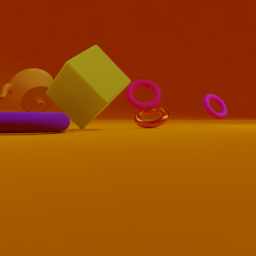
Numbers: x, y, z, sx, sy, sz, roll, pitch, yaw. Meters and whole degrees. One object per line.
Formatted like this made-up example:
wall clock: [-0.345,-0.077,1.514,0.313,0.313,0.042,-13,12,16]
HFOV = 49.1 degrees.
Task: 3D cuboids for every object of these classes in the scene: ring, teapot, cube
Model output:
ring: [3.285,-0.809,10.578,1.083,1.083,0.217,-1,-29,-31]
ring: [0.724,-1.535,12.943,1.648,1.648,0.330,0,-28,-3]
teapot: [-2.642,-0.943,7.720,2.078,1.292,1.018,-2,42,-44]
cube: [-1.014,-1.051,7.239,1.328,1.328,1.328,-40,7,43]
ring: [0.746,-0.349,8.884,1.120,0.224,1.120,-9,31,5]
ring: [-2.166,-0.116,5.740,1.918,0.384,1.918,0,2,0]
